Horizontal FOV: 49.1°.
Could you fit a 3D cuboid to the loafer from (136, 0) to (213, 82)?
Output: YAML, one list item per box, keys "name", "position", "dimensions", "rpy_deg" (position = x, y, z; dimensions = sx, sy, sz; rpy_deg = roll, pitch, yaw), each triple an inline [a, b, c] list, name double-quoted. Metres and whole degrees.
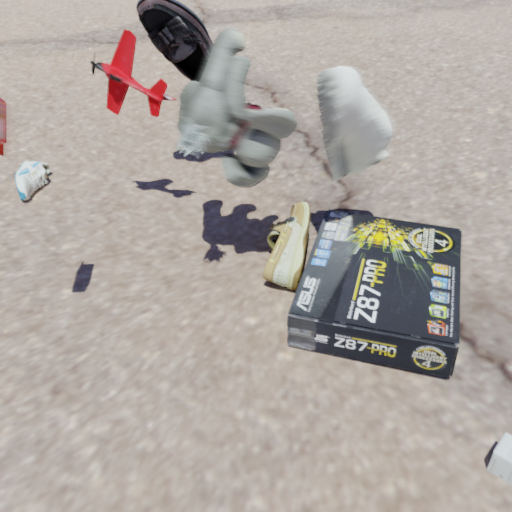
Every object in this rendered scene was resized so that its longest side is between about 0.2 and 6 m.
- name: "loafer"
  position: [-1.469, -4.515, 12.375]
  dimensions: [1.062, 2.955, 0.931]
  rpy_deg: [-17, 65, 25]

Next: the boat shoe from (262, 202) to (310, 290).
- name: "boat shoe"
  position: [0.619, -0.333, 11.288]
  dimensions: [0.803, 0.896, 2.420]
  rpy_deg: [9, 38, 3]

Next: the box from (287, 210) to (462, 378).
- name: "box"
  position: [2.281, 0.499, 10.248]
  dimensions: [2.742, 0.835, 3.401]
  rpy_deg: [9, 38, 16]

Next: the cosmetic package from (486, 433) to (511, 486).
- name: "cosmetic package"
  position: [3.489, 2.785, 7.567]
  dimensions: [0.521, 0.436, 0.433]
  rpy_deg: [27, 46, 32]

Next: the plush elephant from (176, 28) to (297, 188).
- name: "plush elephant"
  position: [-0.287, -2.277, 9.565]
  dimensions: [1.824, 1.940, 2.356]
  rpy_deg: [23, 51, -22]

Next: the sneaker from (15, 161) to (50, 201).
- name: "sneaker"
  position: [-5.426, -1.870, 13.589]
  dimensions: [0.609, 0.577, 1.508]
  rpy_deg: [-2, 39, -6]

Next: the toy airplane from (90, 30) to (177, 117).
- name: "toy airplane"
  position: [-2.446, -3.382, 11.026]
  dimensions: [1.829, 1.829, 0.336]
  rpy_deg: [9, 39, 11]

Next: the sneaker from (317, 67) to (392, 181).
- name: "sneaker"
  position: [1.779, -2.404, 9.917]
  dimensions: [1.195, 2.970, 1.134]
  rpy_deg: [-12, 72, 6]

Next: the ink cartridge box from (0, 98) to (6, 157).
- name: "ink cartridge box"
  position: [-3.583, -1.864, 7.526]
  dimensions: [0.295, 1.171, 0.638]
  rpy_deg: [-8, 76, 3]
